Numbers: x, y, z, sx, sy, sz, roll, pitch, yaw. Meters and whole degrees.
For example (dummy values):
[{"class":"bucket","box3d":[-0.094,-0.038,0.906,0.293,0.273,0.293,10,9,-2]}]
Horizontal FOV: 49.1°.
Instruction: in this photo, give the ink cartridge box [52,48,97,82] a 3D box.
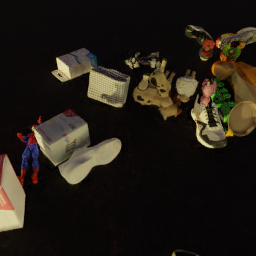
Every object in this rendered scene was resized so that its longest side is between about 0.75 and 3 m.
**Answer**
[{"class":"ink cartridge box","box3d":[-2.476,-2.903,12.792,1.870,0.634,1.085,-31,52,-27]}]

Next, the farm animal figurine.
[{"class":"farm animal figurine","box3d":[1.419,-1.099,9.696,2.218,2.747,1.381,28,76,-14]}]

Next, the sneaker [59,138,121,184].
[{"class":"sneaker","box3d":[-1.230,0.839,8.938,2.132,0.802,0.943,-31,41,-27]}]

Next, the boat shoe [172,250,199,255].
[{"class":"boat shoe","box3d":[1.581,3.220,6.745,1.063,0.318,0.380,12,46,12]}]

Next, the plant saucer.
[{"class":"plant saucer","box3d":[3.804,-0.333,9.317,1.206,1.206,0.193,-14,21,-14]}]

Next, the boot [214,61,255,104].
[{"class":"boot","box3d":[5.020,-1.715,11.372,2.106,1.035,2.941,-14,58,-35]}]

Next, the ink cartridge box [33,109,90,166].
[{"class":"ink cartridge box","box3d":[-2.149,0.288,9.228,1.433,1.037,1.041,-32,52,-28]}]

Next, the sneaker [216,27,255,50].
[{"class":"sneaker","box3d":[5.735,-4.350,14.197,2.383,0.928,0.979,-19,51,-6]}]

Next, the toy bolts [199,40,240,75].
[{"class":"toy bolts","box3d":[4.083,-3.171,13.082,1.717,1.191,1.640,24,89,10]}]

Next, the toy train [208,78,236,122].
[{"class":"toy train","box3d":[3.687,-1.171,11.145,0.699,0.517,2.477,-12,44,3]}]

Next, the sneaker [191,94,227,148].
[{"class":"sneaker","box3d":[2.742,-0.296,9.665,0.882,0.957,2.393,-7,42,-4]}]

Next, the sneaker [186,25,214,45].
[{"class":"sneaker","box3d":[3.923,-4.994,14.907,0.764,0.712,1.926,-18,47,-24]}]

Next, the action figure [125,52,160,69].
[{"class":"action figure","box3d":[0.656,-3.167,13.145,1.609,0.558,1.047,-3,50,1]}]

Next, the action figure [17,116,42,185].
[{"class":"action figure","box3d":[-3.148,0.531,8.989,0.749,1.136,2.295,-5,42,-5]}]

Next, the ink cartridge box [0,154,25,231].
[{"class":"ink cartridge box","box3d":[-4.175,1.825,7.006,2.639,1.933,1.092,-8,45,-8]}]

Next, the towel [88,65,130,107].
[{"class":"towel","box3d":[-0.803,-1.619,10.891,1.595,1.321,0.682,20,46,10]}]

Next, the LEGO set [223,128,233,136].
[{"class":"LEGO set","box3d":[3.465,0.064,9.926,0.959,0.393,0.366,-5,45,-5]}]
